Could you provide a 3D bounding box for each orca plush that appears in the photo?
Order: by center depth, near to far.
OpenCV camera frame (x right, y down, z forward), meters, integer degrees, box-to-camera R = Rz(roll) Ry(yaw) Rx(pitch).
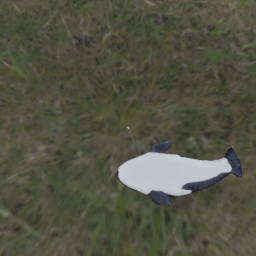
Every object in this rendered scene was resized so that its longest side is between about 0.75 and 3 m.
[{"bbox_3d":[0.935,0.801,5.316,2.174,0.773,1.144,-20,71,4],"label":"orca plush"}]
